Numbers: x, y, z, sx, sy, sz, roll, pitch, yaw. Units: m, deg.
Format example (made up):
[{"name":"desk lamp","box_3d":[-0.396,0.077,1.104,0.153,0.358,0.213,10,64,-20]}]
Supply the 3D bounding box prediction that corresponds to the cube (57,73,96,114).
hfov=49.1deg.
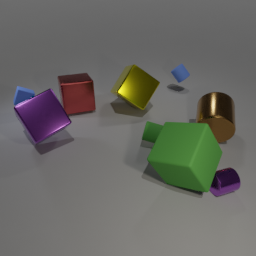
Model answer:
[{"name":"cube","box_3d":[-2.329,-1.582,12.648,1.400,1.400,1.400,-10,27,-16]}]

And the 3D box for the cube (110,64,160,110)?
[{"name":"cube","box_3d":[0.280,-1.778,12.240,1.400,1.400,1.400,32,-1,-17]}]

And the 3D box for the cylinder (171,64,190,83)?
[{"name":"cylinder","box_3d":[2.645,-2.763,14.146,0.700,0.700,0.700,-37,8,6]}]

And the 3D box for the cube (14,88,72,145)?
[{"name":"cube","box_3d":[-3.050,-0.357,10.003,1.400,1.400,1.400,-32,5,-20]}]

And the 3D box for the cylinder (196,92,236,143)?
[{"name":"cylinder","box_3d":[3.283,-0.396,10.530,1.400,1.400,1.400,7,47,12]}]

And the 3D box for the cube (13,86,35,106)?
[{"name":"cube","box_3d":[-4.433,-1.298,11.948,0.700,0.700,0.700,14,13,-28]}]

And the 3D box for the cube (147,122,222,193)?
[{"name":"cube","box_3d":[1.663,0.799,8.060,1.400,1.400,1.400,4,54,42]}]

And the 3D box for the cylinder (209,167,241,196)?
[{"name":"cylinder","box_3d":[2.809,1.579,8.266,0.700,0.700,0.700,-11,33,-17]}]

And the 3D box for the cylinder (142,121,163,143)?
[{"name":"cylinder","box_3d":[0.918,0.176,10.028,0.700,0.700,0.700,16,33,4]}]
